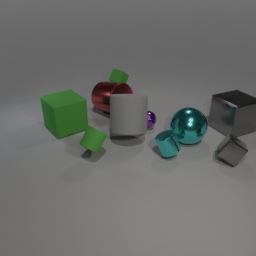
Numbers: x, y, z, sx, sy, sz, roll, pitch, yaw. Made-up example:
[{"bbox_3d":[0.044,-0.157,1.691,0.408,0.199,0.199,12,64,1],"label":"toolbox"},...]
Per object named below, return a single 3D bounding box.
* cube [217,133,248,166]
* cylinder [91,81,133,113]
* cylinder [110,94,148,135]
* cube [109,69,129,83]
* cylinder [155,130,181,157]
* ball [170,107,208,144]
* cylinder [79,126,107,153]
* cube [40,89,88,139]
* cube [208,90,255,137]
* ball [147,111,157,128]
[{"bbox_3d":[3.507,0.719,9.472,0.700,0.700,0.700,34,24,2],"label":"cube"},{"bbox_3d":[-0.708,-1.377,12.671,1.400,1.400,1.400,-25,26,-37],"label":"cylinder"},{"bbox_3d":[0.030,-0.537,10.492,1.400,1.400,1.400,0,10,0],"label":"cylinder"},{"bbox_3d":[-0.498,-2.782,15.498,0.700,0.700,0.700,21,0,36],"label":"cube"},{"bbox_3d":[1.383,0.532,9.711,0.700,0.700,0.700,-22,20,9],"label":"cylinder"},{"bbox_3d":[2.284,-0.085,10.575,1.400,1.400,1.400,0,29,0],"label":"ball"},{"bbox_3d":[-1.165,0.382,9.366,0.700,0.700,0.700,28,-5,3],"label":"cylinder"},{"bbox_3d":[-2.600,-0.614,11.514,1.400,1.400,1.400,-19,34,-31],"label":"cube"},{"bbox_3d":[4.352,-0.606,11.497,1.400,1.400,1.400,-13,32,-23],"label":"cube"},{"bbox_3d":[0.832,-0.368,11.603,0.700,0.700,0.700,0,29,0],"label":"ball"}]
